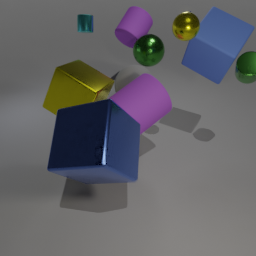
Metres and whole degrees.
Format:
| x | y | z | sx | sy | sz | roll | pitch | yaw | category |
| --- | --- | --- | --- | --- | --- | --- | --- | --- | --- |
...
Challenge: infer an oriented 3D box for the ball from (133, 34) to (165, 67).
| x | y | z | sx | sy | sz | roll | pitch | yaw | category |
| --- | --- | --- | --- | --- | --- | --- | --- | --- | --- |
| 0.913 | -3.412 | 12.336 | 1.400 | 1.400 | 1.400 | 0 | 31 | 0 | ball |

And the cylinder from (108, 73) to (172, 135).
| x | y | z | sx | sy | sz | roll | pitch | yaw | category |
| --- | --- | --- | --- | --- | --- | --- | --- | --- | --- |
| 0.331 | -0.663 | 8.291 | 1.400 | 1.400 | 1.400 | -37 | 43 | -14 | cylinder |

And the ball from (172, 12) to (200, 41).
| x | y | z | sx | sy | sz | roll | pitch | yaw | category |
| --- | --- | --- | --- | --- | --- | --- | --- | --- | --- |
| 1.472 | -2.571 | 7.113 | 0.700 | 0.700 | 0.700 | 0 | 31 | 0 | ball |

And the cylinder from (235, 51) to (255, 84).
| x | y | z | sx | sy | sz | roll | pitch | yaw | category |
| --- | --- | --- | --- | --- | --- | --- | --- | --- | --- |
| 3.386 | -1.680 | 7.844 | 0.700 | 0.700 | 0.700 | 12 | -6 | 19 | cylinder |

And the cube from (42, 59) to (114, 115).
| x | y | z | sx | sy | sz | roll | pitch | yaw | category |
| --- | --- | --- | --- | --- | --- | --- | --- | --- | --- |
| -1.493 | -1.057 | 8.591 | 1.400 | 1.400 | 1.400 | 31 | 29 | 4 | cube |

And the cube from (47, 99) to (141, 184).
| x | y | z | sx | sy | sz | roll | pitch | yaw | category |
| --- | --- | --- | --- | --- | --- | --- | --- | --- | --- |
| -0.667 | 0.378 | 6.100 | 1.400 | 1.400 | 1.400 | -8 | 65 | 27 | cube |

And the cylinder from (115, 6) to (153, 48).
| x | y | z | sx | sy | sz | roll | pitch | yaw | category |
| --- | --- | --- | --- | --- | --- | --- | --- | --- | --- |
| 0.281 | -4.840 | 13.530 | 1.400 | 1.400 | 1.400 | 22 | 76 | 32 | cylinder |

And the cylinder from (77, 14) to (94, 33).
| x | y | z | sx | sy | sz | roll | pitch | yaw | category |
| --- | --- | --- | --- | --- | --- | --- | --- | --- | --- |
| -1.850 | -4.520 | 12.162 | 0.700 | 0.700 | 0.700 | 2 | 13 | 0 | cylinder |

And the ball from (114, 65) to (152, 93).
| x | y | z | sx | sy | sz | roll | pitch | yaw | category |
| --- | --- | --- | --- | --- | --- | --- | --- | --- | --- |
| 0.228 | -1.489 | 9.778 | 1.400 | 1.400 | 1.400 | 0 | 31 | 0 | ball |

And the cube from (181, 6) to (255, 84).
| x | y | z | sx | sy | sz | roll | pitch | yaw | category |
| --- | --- | --- | --- | --- | --- | --- | --- | --- | --- |
| 2.710 | -2.514 | 8.634 | 1.400 | 1.400 | 1.400 | 32 | 69 | 11 | cube |
